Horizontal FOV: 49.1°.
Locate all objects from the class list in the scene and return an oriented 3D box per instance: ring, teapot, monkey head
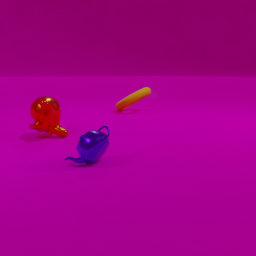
[{"bbox_3d":[0.214,-1.200,11.682,1.636,0.327,1.636,-29,1,0],"label":"ring"},{"bbox_3d":[-0.707,0.330,5.190,0.516,0.655,1.054,38,64,14],"label":"teapot"},{"bbox_3d":[-1.965,-0.304,7.211,1.109,0.929,1.542,19,0,-7],"label":"monkey head"}]
